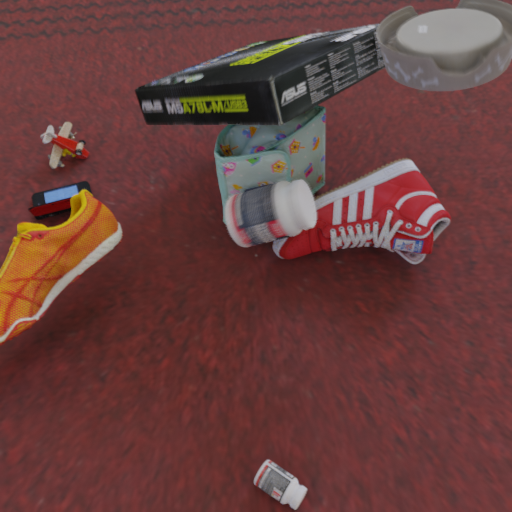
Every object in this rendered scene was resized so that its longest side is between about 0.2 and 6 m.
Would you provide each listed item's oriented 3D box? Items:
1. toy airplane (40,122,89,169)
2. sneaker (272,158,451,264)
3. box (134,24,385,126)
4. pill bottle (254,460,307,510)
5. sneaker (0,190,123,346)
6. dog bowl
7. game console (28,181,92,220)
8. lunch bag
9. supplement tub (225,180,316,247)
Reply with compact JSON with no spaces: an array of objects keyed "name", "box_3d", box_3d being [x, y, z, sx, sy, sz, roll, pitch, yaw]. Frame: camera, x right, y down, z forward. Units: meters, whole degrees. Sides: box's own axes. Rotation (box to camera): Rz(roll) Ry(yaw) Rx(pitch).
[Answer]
[{"name":"toy airplane","box_3d":[-3.709,-2.097,10.662,0.814,0.574,0.810,-30,90,-35]},{"name":"sneaker","box_3d":[1.750,-0.349,8.957,2.778,0.990,1.562,-29,63,-5]},{"name":"box","box_3d":[0.164,-2.854,8.841,2.970,0.731,3.075,10,36,44]},{"name":"pill bottle","box_3d":[0.306,2.871,7.014,0.608,0.352,0.352,28,58,21]},{"name":"sneaker","box_3d":[-3.281,0.249,8.017,1.173,1.110,3.042,50,55,-20]},{"name":"dog bowl","box_3d":[2.497,-2.771,7.324,1.800,0.528,1.800,-8,43,7]},{"name":"game console","box_3d":[-3.449,-1.067,9.845,1.047,0.621,0.902,-16,55,-12]},{"name":"lunch bag","box_3d":[0.192,-1.478,9.415,1.270,1.775,2.083,31,58,28]},{"name":"supplement tub","box_3d":[0.214,-0.644,8.464,1.198,0.841,0.841,-13,49,24]}]
